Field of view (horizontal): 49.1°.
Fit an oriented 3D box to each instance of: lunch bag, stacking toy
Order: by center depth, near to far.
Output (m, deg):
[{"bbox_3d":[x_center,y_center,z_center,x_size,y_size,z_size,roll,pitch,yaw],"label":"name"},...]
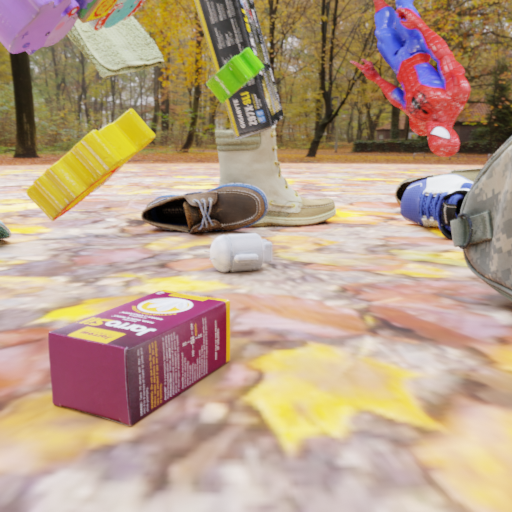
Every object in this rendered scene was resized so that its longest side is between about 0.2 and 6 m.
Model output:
[{"bbox_3d":[3.821,-0.418,5.297,3.067,2.137,2.572,-2,-3,-11],"label":"lunch bag"},{"bbox_3d":[-1.699,-2.459,5.527,0.951,3.051,4.046,-32,14,35],"label":"stacking toy"}]

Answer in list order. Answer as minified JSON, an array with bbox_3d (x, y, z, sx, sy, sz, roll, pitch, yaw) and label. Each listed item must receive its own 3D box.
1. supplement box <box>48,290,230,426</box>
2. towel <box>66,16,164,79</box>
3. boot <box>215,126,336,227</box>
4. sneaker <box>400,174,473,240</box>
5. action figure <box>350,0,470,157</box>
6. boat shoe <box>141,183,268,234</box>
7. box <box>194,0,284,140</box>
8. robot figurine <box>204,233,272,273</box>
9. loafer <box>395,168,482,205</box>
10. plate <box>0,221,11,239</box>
[{"bbox_3d":[-0.771,0.656,3.999,0.674,0.523,1.222,6,13,27],"label":"supplement box"},{"bbox_3d":[-2.778,-4.202,10.545,1.471,1.983,0.362,-30,-14,-36],"label":"towel"},{"bbox_3d":[0.442,-1.676,11.651,2.680,2.072,0.966,-3,12,-16],"label":"boot"},{"bbox_3d":[3.718,-0.950,10.549,1.572,1.100,2.723,-6,14,-38],"label":"sneaker"},{"bbox_3d":[2.014,-2.800,7.628,0.893,3.454,1.130,-3,-26,-28],"label":"action figure"},{"bbox_3d":[-1.020,-0.795,10.662,2.513,0.908,0.909,-6,13,22],"label":"boat shoe"},{"bbox_3d":[-0.285,-3.512,9.314,0.700,2.838,2.266,-13,16,14],"label":"box"},{"bbox_3d":[-0.234,-0.038,7.516,0.893,0.504,0.758,-4,10,-18],"label":"robot figurine"},{"bbox_3d":[4.599,-1.402,12.965,3.084,1.173,1.040,-4,8,39],"label":"loafer"},{"bbox_3d":[-5.182,-0.847,9.171,2.377,0.304,2.377,14,-15,4],"label":"plate"}]
